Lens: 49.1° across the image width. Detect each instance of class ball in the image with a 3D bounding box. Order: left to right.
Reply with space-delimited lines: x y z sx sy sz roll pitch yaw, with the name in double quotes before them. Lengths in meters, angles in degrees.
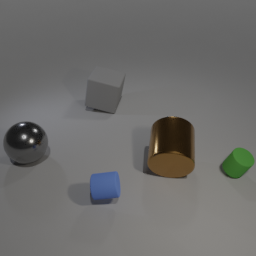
"ball" -3.359 0.478 9.244 1.400 1.400 1.400 0 31 0

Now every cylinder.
"cylinder" -0.603 1.556 7.572 0.700 0.700 0.700 -7 31 6
"cylinder" 1.356 0.600 8.687 1.400 1.400 1.400 4 51 7
"cylinder" 3.403 1.079 8.662 0.700 0.700 0.700 9 49 -10

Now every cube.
"cube" -1.011 -1.720 12.514 1.400 1.400 1.400 15 37 2
